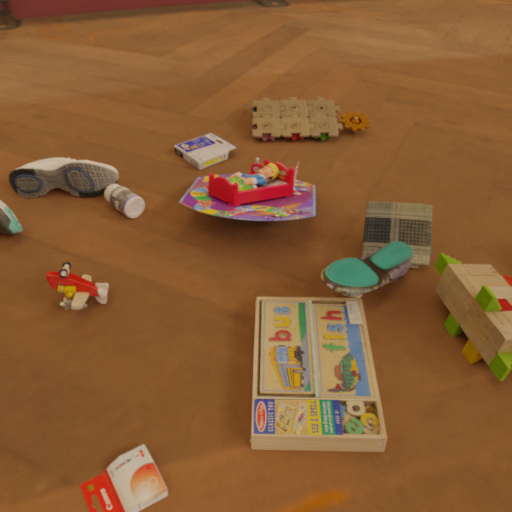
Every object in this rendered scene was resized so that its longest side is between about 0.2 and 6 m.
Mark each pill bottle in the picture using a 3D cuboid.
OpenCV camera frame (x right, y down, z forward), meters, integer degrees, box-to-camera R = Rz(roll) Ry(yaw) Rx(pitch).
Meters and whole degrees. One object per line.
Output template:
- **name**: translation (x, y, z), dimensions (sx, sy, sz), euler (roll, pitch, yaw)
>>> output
- **pill bottle**: translation (-2.971, -1.251, 12.564), dimensions (0.521, 0.521, 0.916), euler (-32, 48, -34)

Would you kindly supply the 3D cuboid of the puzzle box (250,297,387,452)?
- **puzzle box**: translation (0.889, 1.739, 8.911), dimensions (1.916, 0.366, 2.880), euler (0, 39, 1)

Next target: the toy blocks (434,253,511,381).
- **toy blocks**: translation (4.263, 0.946, 9.490), dimensions (1.655, 1.210, 2.422), euler (1, 38, -17)

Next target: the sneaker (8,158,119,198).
- **sneaker**: translation (-4.465, -1.986, 13.223), dimensions (2.513, 0.936, 1.094), euler (2, 34, 2)

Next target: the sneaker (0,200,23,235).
- **sneaker**: translation (-5.887, -0.756, 11.883), dimensions (2.197, 0.852, 1.002), euler (20, 57, 30)

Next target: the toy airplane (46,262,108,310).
- **toy airplane**: translation (-3.192, 0.652, 10.141), dimensions (1.022, 0.724, 1.027), euler (39, 16, 25)

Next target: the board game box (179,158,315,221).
- **board game box**: translation (-0.081, -1.643, 12.137), dimensions (2.800, 0.690, 3.543), euler (5, 22, 4)

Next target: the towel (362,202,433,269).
- **towel**: translation (2.838, -0.432, 11.213), dimensions (1.354, 0.234, 1.303), euler (5, 77, 12)

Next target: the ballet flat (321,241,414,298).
- **ballet flat**: translation (2.007, 0.390, 10.216), dimensions (2.299, 0.827, 0.827), euler (-18, 41, -36)

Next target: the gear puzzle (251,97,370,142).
- **gear puzzle**: translation (1.525, -3.777, 15.750), dimensions (3.345, 0.438, 1.732), euler (-1, 52, 0)

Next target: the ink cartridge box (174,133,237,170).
- **ink cartridge box**: translation (-1.325, -2.759, 14.684), dimensions (1.212, 0.285, 1.198), euler (-25, 43, -30)

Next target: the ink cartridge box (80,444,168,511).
- **ink cartridge box**: translation (-1.763, 3.032, 7.395), dimensions (0.967, 0.242, 0.784), euler (-19, 41, -26)
